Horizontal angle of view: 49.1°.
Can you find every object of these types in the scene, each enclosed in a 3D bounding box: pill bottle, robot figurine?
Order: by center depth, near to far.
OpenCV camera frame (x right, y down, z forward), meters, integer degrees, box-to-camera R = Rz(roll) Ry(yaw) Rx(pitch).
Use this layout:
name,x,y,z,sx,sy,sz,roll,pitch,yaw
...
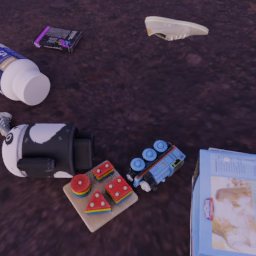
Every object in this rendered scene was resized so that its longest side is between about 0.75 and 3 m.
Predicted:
name,x,y,z,sx,sy,sz,roll,pitch,yaw
robot figurine,-2.008,0.554,7.180,2.255,1.694,1.407,0,70,0
pill bottle,-3.711,-1.709,9.098,2.328,1.393,1.393,30,56,23

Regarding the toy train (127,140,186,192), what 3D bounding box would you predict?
name,x,y,z,sx,sy,sz,roll,pitch,yaw
toy train,0.726,0.993,7.328,1.583,0.686,0.904,-36,65,-26

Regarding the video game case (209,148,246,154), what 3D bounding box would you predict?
name,x,y,z,sx,sy,sz,roll,pitch,yaw
video game case,2.784,1.079,7.584,1.191,0.137,1.085,9,50,7

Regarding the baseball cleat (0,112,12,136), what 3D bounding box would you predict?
name,x,y,z,sx,sy,sz,roll,pitch,yaw
baseball cleat,-3.689,-0.136,8.422,1.182,0.412,0.629,35,59,25

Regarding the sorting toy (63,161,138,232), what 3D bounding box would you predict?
name,x,y,z,sx,sy,sz,roll,pitch,yaw
sorting toy,-0.706,1.548,6.958,1.389,0.486,1.398,-30,57,-23

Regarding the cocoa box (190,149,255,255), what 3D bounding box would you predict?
name,x,y,z,sx,sy,sz,roll,pitch,yaw
cocoa box,2.177,1.847,5.974,1.556,1.531,2.333,5,50,9

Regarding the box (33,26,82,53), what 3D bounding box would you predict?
name,x,y,z,sx,sy,sz,roll,pitch,yaw
box,-2.843,-3.619,11.413,1.668,0.301,1.193,11,52,11

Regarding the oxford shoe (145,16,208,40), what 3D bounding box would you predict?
name,x,y,z,sx,sy,sz,roll,pitch,yaw
oxford shoe,1.260,-2.537,7.328,1.739,0.502,0.654,2,10,-15
